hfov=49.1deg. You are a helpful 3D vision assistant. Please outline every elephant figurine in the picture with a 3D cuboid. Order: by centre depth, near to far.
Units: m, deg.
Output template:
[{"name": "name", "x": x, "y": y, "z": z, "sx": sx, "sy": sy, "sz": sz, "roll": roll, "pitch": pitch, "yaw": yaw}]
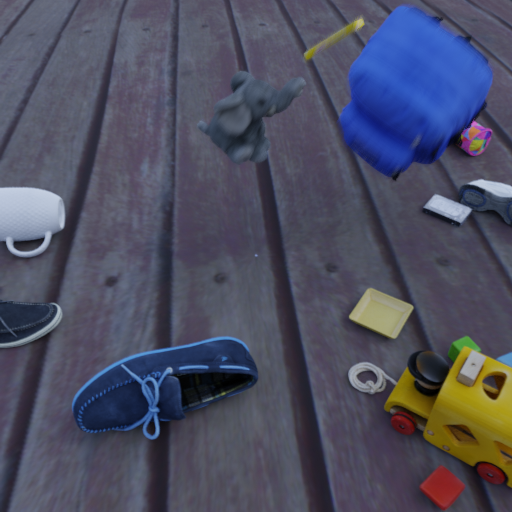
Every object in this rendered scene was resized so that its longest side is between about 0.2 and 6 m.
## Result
[{"name": "elephant figurine", "x": -0.135, "y": -2.602, "z": 9.774, "sx": 1.380, "sy": 1.779, "sz": 1.259, "roll": -10, "pitch": 55, "yaw": -20}]

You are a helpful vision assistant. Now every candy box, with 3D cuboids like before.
[{"name": "candy box", "x": 1.729, "y": -4.822, "z": 12.466, "sx": 1.317, "sy": 0.174, "sz": 0.673, "roll": -22, "pitch": 18, "yaw": 33}]

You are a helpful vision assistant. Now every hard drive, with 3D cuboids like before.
[{"name": "hard drive", "x": 4.281, "y": -1.019, "z": 12.553, "sx": 0.901, "sy": 0.170, "sz": 0.629, "roll": 29, "pitch": 51, "yaw": 27}]

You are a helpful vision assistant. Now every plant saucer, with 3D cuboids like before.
[{"name": "plant saucer", "x": 2.277, "y": 1.092, "z": 10.242, "sx": 0.905, "sy": 0.219, "sz": 0.905, "roll": 24, "pitch": 49, "yaw": 23}]

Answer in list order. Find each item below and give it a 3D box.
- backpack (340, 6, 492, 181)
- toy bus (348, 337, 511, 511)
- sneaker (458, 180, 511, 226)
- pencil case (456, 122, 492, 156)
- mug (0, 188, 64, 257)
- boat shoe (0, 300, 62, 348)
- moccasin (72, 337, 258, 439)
[{"name": "backpack", "x": 2.783, "y": -2.746, "z": 10.024, "sx": 2.345, "sy": 2.886, "sz": 2.421, "roll": 35, "pitch": 93, "yaw": 8}, {"name": "toy bus", "x": 3.097, "y": 2.081, "z": 8.285, "sx": 2.767, "sy": 1.430, "sz": 2.611, "roll": -7, "pitch": 43, "yaw": -8}, {"name": "sneaker", "x": 5.594, "y": -1.237, "z": 12.399, "sx": 2.042, "sy": 0.761, "sz": 0.890, "roll": 32, "pitch": 47, "yaw": 29}, {"name": "pencil case", "x": 5.301, "y": -3.397, "z": 14.665, "sx": 0.848, "sy": 0.848, "sz": 1.918, "roll": -15, "pitch": 46, "yaw": -15}, {"name": "mug", "x": -4.732, "y": -0.688, "z": 11.646, "sx": 1.313, "sy": 1.106, "sz": 1.498, "roll": -2, "pitch": 71, "yaw": -7}, {"name": "boat shoe", "x": -4.646, "y": 1.124, "z": 9.848, "sx": 2.318, "sy": 0.722, "sz": 0.865, "roll": -5, "pitch": 41, "yaw": -8}, {"name": "moccasin", "x": -1.319, "y": 1.978, "z": 8.539, "sx": 2.873, "sy": 1.156, "sz": 0.980, "roll": -20, "pitch": 32, "yaw": -19}]
